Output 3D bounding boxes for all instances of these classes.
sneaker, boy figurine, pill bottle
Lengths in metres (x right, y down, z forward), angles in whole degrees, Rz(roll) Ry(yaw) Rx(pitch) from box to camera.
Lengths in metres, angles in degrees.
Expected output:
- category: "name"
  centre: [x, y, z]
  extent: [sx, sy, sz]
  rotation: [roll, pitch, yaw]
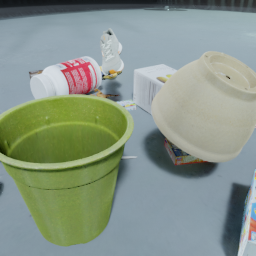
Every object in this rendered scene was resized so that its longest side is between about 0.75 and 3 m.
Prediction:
- category: "sneaker"
  centre: [-0.774, -3.032, 11.038]
  extent: [0.915, 1.112, 2.417]
  rotation: [-17, 43, 11]
- category: "boy figurine"
  centre: [-1.220, -3.112, 15.328]
  extent: [2.504, 0.807, 1.557]
  rotation: [-24, 35, -31]
- category: "pill bottle"
  centre: [-2.780, -2.128, 12.727]
  extent: [1.684, 1.684, 2.999]
  rotation: [23, 37, 34]

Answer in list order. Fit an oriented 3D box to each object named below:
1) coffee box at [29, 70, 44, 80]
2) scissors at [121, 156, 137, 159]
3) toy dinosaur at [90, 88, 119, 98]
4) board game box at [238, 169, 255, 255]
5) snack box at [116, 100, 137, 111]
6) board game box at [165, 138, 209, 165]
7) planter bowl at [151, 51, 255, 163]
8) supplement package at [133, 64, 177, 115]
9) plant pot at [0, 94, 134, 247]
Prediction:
- category: "coffee box"
  centre: [-4.455, -2.709, 14.843]
  extent: [1.383, 0.551, 0.791]
  rotation: [-12, 32, -20]
- category: "scissors"
  centre: [-0.691, 0.938, 8.999]
  extent: [1.889, 0.132, 0.691]
  rotation: [-11, 30, -16]
- category: "toy dinosaur"
  centre: [-1.223, -1.447, 12.935]
  extent: [1.526, 0.461, 0.810]
  rotation: [-15, 52, -9]
- category: "board game box"
  centre: [3.103, 2.108, 5.936]
  extent: [1.164, 1.185, 2.260]
  rotation: [14, 34, 21]
- category: "snack box"
  centre: [-0.149, -0.953, 12.149]
  extent: [0.879, 0.233, 0.625]
  rotation: [-11, 32, -18]
- category: "board game box"
  centre: [2.097, 0.682, 9.222]
  extent: [1.510, 0.350, 1.144]
  rotation: [-5, 31, -8]
- category: "planter bowl"
  centre: [2.066, -0.707, 6.758]
  extent: [2.579, 1.735, 2.579]
  rotation: [14, 43, -13]
- category: "supplement package"
  centre: [1.660, -1.384, 11.535]
  extent: [1.640, 1.579, 2.883]
  rotation: [-18, 35, -27]
- category: "plant pot"
  centre: [-1.295, 1.049, 6.247]
  extent: [2.861, 2.717, 2.861]
  rotation: [-1, 31, 0]
